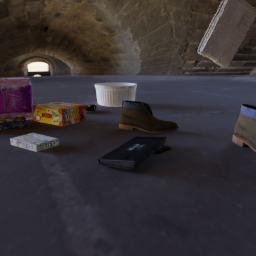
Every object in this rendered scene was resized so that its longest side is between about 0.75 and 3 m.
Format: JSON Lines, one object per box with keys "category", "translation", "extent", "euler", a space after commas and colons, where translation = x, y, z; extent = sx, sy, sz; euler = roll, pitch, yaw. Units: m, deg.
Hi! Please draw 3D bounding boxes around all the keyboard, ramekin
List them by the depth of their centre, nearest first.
{"category": "keyboard", "translation": [0.373, 0.617, 7.368], "extent": [1.414, 0.302, 2.355], "euler": [-1, 13, 26]}
{"category": "ramekin", "translation": [-0.683, -1.947, 16.111], "extent": [2.392, 1.166, 2.392], "euler": [-1, 14, 0]}

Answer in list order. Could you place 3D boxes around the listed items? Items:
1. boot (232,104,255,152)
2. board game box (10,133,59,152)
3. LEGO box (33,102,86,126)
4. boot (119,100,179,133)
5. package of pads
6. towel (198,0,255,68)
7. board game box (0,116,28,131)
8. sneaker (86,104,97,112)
{"category": "boot", "translation": [3.826, 0.081, 7.603], "extent": [0.915, 1.187, 2.449], "euler": [-6, 15, -24]}
{"category": "board game box", "translation": [-2.785, 0.407, 8.356], "extent": [1.211, 0.207, 0.814], "euler": [9, 17, 34]}
{"category": "LEGO box", "translation": [-2.820, -0.612, 11.564], "extent": [1.778, 0.686, 1.324], "euler": [9, 16, 34]}
{"category": "boot", "translation": [0.717, -0.418, 9.968], "extent": [2.178, 1.056, 0.814], "euler": [3, 14, 13]}
{"category": "package of pads", "translation": [-5.372, -1.102, 11.308], "extent": [2.919, 1.759, 1.104], "euler": [-6, 15, -23]}
{"category": "towel", "translation": [3.234, -3.111, 9.019], "extent": [1.389, 2.097, 0.361], "euler": [18, 14, -30]}
{"category": "board game box", "translation": [-4.706, -0.164, 10.564], "extent": [1.639, 0.284, 1.110], "euler": [-6, 14, -25]}
{"category": "sneaker", "translation": [-1.878, -0.978, 13.774], "extent": [0.510, 0.369, 1.044], "euler": [3, 12, 20]}
